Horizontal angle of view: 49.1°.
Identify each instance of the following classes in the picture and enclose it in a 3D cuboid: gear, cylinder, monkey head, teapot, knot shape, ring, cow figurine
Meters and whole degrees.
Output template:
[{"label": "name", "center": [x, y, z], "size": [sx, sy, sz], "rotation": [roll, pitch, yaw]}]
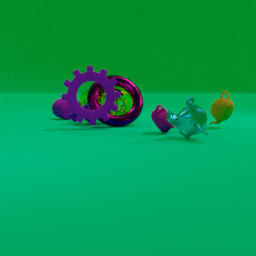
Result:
[{"label": "gear", "center": [-1.079, -0.949, 8.275], "size": [1.686, 1.686, 0.312], "rotation": [-1, 7, -7]}, {"label": "cylinder", "center": [-2.516, -0.764, 11.218], "size": [0.789, 0.789, 0.789], "rotation": [-7, 13, -41]}, {"label": "monkey head", "center": [1.417, -0.242, 6.637], "size": [0.922, 1.282, 0.772], "rotation": [29, -53, -37]}, {"label": "teapot", "center": [-0.823, -1.234, 12.074], "size": [1.032, 1.661, 0.813], "rotation": [30, 9, 20]}, {"label": "knot shape", "center": [-0.529, -0.655, 9.940], "size": [1.447, 0.715, 1.547], "rotation": [36, -13, 10]}, {"label": "ring", "center": [-0.801, -0.920, 10.489], "size": [2.062, 0.412, 2.062], "rotation": [0, -26, 0]}, {"label": "teapot", "center": [2.838, -0.553, 8.630], "size": [0.748, 1.204, 0.589], "rotation": [-8, 31, -39]}, {"label": "ring", "center": [-0.404, -0.909, 9.173], "size": [1.878, 1.878, 0.376], "rotation": [-2, -23, -14]}, {"label": "teapot", "center": [0.990, -0.230, 7.592], "size": [0.547, 1.118, 0.695], "rotation": [-35, 44, -1]}, {"label": "cow figurine", "center": [-1.493, -0.590, 9.519], "size": [1.078, 1.095, 0.601], "rotation": [29, 39, -16]}]
